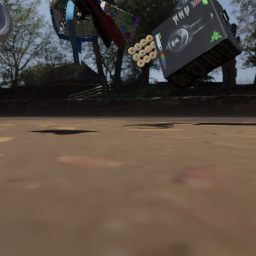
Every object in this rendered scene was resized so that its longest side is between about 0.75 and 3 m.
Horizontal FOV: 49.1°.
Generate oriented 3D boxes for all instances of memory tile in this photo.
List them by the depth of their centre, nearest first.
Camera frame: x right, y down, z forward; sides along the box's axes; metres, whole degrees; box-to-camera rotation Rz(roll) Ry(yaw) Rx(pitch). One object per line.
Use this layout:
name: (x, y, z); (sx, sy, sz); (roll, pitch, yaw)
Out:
memory tile: (0.780, -3.416, 12.491); (1.339, 1.026, 0.112); (-37, 7, -9)

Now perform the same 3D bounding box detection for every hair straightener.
hair straightener: (-0.989, -2.847, 7.148); (0.897, 0.477, 2.331); (6, -18, 31)

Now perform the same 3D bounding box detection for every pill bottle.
pill bottle: (-3.024, -1.869, 5.387); (1.557, 0.875, 0.875); (-10, -4, 36)

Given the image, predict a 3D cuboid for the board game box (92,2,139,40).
board game box: (-0.494, -3.713, 9.776); (1.511, 0.792, 0.778); (8, 14, -40)

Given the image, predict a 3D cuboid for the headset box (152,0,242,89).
headset box: (2.384, -3.084, 9.833); (2.620, 2.281, 1.215); (-29, -32, 36)

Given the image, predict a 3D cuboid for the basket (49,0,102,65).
basket: (-1.501, -3.192, 8.142); (1.491, 2.144, 1.891); (4, -28, -3)

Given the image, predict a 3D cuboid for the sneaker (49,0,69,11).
sneaker: (-1.369, -2.947, 6.083); (0.867, 0.336, 0.345); (-42, -33, 22)
